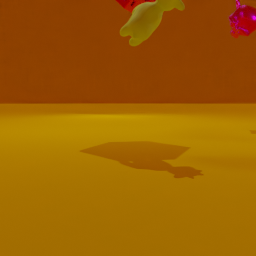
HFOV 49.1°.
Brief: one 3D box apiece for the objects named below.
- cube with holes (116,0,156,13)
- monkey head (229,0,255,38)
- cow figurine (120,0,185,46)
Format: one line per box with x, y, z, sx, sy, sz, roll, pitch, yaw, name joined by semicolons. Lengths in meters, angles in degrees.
0.120;-3.480;6.454;1.180;1.180;1.180;47;23;10;cube with holes
3.648;-3.303;8.790;0.852;1.413;1.017;-41;-9;4;monkey head
0.394;-1.821;4.484;0.539;0.982;0.966;41;-20;-23;cow figurine
